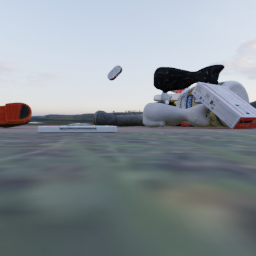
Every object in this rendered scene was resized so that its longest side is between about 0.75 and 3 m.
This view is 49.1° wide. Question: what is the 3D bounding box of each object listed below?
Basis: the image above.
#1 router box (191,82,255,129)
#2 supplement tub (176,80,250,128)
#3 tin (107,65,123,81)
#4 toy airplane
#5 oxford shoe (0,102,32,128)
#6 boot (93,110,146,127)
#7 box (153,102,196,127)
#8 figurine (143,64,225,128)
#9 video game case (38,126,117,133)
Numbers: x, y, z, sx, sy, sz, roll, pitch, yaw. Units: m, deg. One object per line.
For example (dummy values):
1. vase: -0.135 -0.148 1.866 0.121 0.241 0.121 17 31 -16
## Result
1. router box: 3.309 -0.747 9.226 1.720 0.468 1.916 -1 39 -41
2. supplement tub: 3.508 -0.952 11.853 1.864 1.864 2.577 0 1 -34
3. tin: -0.688 -2.881 14.654 0.519 0.926 0.194 46 3 29
4. toy airplane: 3.142 -1.661 15.747 2.611 2.600 1.843 -43 -15 -19
5. oxford shoe: -4.826 -0.317 9.842 2.751 0.979 0.998 1 -23 -18
6. boot: -0.168 -0.405 14.590 2.622 0.951 2.384 8 6 29
7. box: 3.233 -0.872 17.692 2.945 1.577 2.186 0 1 -21
8. figurine: 2.211 -1.219 11.045 2.804 2.873 1.237 0 -27 38
9. video game case: -0.901 0.017 5.106 1.298 0.113 0.928 0 1 -9
